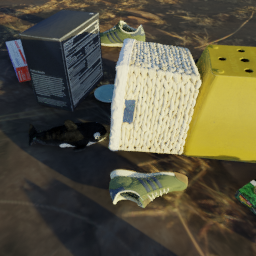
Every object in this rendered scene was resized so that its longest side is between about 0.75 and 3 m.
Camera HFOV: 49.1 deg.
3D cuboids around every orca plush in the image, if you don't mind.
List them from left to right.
[{"bbox_3d":[-1.949,-0.019,8.907,2.513,0.893,1.322,6,40,7],"label":"orca plush"}]

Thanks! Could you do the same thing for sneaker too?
[{"bbox_3d":[-0.475,-4.909,14.436,2.935,1.318,0.984,14,42,17],"label":"sneaker"},{"bbox_3d":[0.508,1.637,7.183,2.043,0.685,0.917,4,50,2],"label":"sneaker"}]

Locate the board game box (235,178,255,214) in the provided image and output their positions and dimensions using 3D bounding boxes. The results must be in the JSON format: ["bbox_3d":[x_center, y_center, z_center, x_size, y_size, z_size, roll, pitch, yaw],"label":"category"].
[{"bbox_3d":[4.166,2.204,6.717,1.463,0.328,2.793,-25,46,-24],"label":"board game box"}]

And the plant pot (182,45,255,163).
[{"bbox_3d":[3.292,-0.929,8.679,2.947,2.600,2.947,6,41,6],"label":"plant pot"}]

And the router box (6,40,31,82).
[{"bbox_3d":[-4.062,-3.400,13.086,2.657,0.723,2.961,-17,43,-19],"label":"router box"}]

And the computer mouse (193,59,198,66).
[{"bbox_3d":[2.703,-3.094,13.053,1.365,0.314,0.958,10,42,11],"label":"computer mouse"}]

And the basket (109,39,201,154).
[{"bbox_3d":[0.688,-0.996,8.551,2.205,2.718,2.742,7,32,-1],"label":"basket"}]

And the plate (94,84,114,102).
[{"bbox_3d":[-0.693,-1.330,11.059,1.281,0.164,1.281,1,40,-1],"label":"plate"}]

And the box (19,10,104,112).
[{"bbox_3d":[-2.285,-2.626,10.560,1.720,2.768,2.790,13,41,16],"label":"box"}]
